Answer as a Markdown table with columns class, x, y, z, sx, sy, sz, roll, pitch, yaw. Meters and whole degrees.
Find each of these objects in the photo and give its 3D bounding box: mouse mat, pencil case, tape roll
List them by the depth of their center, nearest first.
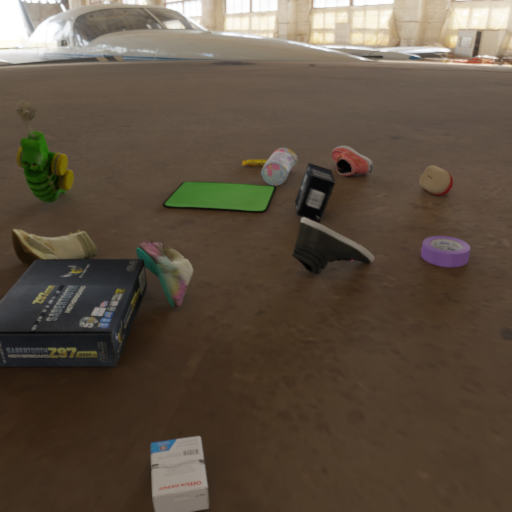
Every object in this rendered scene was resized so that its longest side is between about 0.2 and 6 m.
| class | x | y | z | sx | sy | sz | roll | pitch | yaw |
| --- | --- | --- | --- | --- | --- | --- | --- | --- | --- |
| tape roll | 3.768 | -0.092 | 11.158 | 0.898 | 0.295 | 0.898 | 0 | 24 | 0 |
| mouse mat | -0.896 | -1.568 | 14.622 | 2.661 | 0.100 | 2.141 | 5 | 25 | 8 |
| pencil case | 0.682 | -2.555 | 16.027 | 0.765 | 0.701 | 1.687 | 12 | 27 | 11 |

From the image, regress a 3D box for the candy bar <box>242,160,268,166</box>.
| class | x | y | z | sx | sy | sz | roll | pitch | yaw |
| --- | --- | --- | --- | --- | --- | --- | --- | --- | --- |
| candy bar | 0.316 | -2.867 | 17.328 | 1.533 | 0.170 | 0.382 | 2 | 28 | 3 |

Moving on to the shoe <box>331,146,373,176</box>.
| class | x | y | z | sx | sy | sz | roll | pitch | yaw |
| --- | --- | --- | --- | --- | --- | --- | --- | --- | --- |
| shoe | 2.623 | -2.841 | 16.717 | 0.796 | 0.625 | 1.750 | -9 | 30 | -29 |

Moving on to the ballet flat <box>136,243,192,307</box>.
| class | x | y | z | sx | sy | sz | roll | pitch | yaw |
| --- | --- | --- | --- | --- | --- | --- | --- | --- | --- |
| ballet flat | -1.533 | 0.214 | 9.868 | 0.671 | 0.652 | 1.886 | -22 | 35 | -20 |

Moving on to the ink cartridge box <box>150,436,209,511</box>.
| class | x | y | z | sx | sy | sz | roll | pitch | yaw |
| --- | --- | --- | --- | --- | --- | --- | --- | --- | --- |
| ink cartridge box | -0.815 | 2.307 | 5.906 | 0.555 | 0.326 | 0.758 | -5 | 26 | -9 |

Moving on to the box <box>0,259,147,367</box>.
| class | x | y | z | sx | sy | sz | roll | pitch | yaw |
| --- | --- | --- | --- | --- | --- | --- | --- | --- | --- |
| box | -2.904 | 0.800 | 8.808 | 1.937 | 0.627 | 2.457 | -1 | 24 | 1 |

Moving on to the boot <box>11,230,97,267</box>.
| class | x | y | z | sx | sy | sz | roll | pitch | yaw |
| --- | --- | --- | --- | --- | --- | --- | --- | --- | --- |
| boot | -4.016 | -0.210 | 11.092 | 1.214 | 0.566 | 1.569 | -23 | 39 | -39 |

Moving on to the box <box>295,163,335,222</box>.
| class | x | y | z | sx | sy | sz | roll | pitch | yaw |
| --- | --- | --- | --- | --- | --- | --- | --- | --- | --- |
| box | 1.365 | -1.499 | 13.183 | 0.616 | 1.031 | 1.049 | 17 | 24 | -5 |

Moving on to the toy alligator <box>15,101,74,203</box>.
| class | x | y | z | sx | sy | sz | roll | pitch | yaw |
| --- | --- | --- | --- | --- | --- | --- | --- | --- | --- |
| toy alligator | -5.131 | -2.142 | 13.166 | 1.041 | 3.512 | 0.953 | 12 | 66 | 0 |

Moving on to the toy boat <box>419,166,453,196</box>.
| class | x | y | z | sx | sy | sz | roll | pitch | yaw |
| --- | --- | --- | --- | --- | --- | --- | --- | --- | --- |
| toy boat | 4.897 | -1.943 | 14.946 | 0.680 | 0.679 | 1.040 | 23 | 16 | -23 |

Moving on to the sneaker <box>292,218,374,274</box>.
| class | x | y | z | sx | sy | sz | roll | pitch | yaw |
| --- | --- | --- | --- | --- | --- | --- | --- | --- | --- |
| sneaker | 1.413 | -0.007 | 10.687 | 1.789 | 0.887 | 0.633 | 23 | 4 | -28 |
